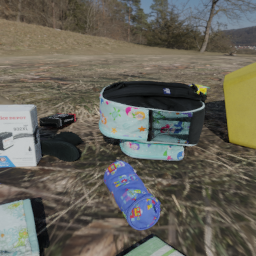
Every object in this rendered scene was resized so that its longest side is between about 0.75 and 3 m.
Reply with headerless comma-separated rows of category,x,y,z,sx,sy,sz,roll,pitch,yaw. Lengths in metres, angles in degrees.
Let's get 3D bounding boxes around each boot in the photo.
boot,-1.767,0.487,8.165,1.443,0.534,1.183,9,16,24

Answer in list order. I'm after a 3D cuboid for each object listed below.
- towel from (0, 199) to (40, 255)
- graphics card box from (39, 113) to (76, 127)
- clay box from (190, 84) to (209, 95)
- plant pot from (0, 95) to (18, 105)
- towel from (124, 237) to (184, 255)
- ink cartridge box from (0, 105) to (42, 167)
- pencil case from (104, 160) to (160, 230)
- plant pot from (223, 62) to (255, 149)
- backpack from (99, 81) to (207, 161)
towel,-2.210,1.779,4.403,1.466,0.412,1.713,-7,19,-21
graphics card box,-2.592,-0.301,10.447,0.827,0.335,1.318,2,10,15
clay box,3.444,-2.093,15.804,2.104,0.501,1.209,-5,19,-15
plant pot,-4.712,-0.596,10.418,1.194,1.376,1.376,16,17,-7
towel,0.532,2.169,3.597,1.338,0.205,1.754,-15,23,-38
ink cartridge box,-2.951,0.207,7.329,1.104,1.522,0.637,-1,19,-3
pencil case,0.051,1.254,5.549,0.727,0.653,1.674,-25,26,-11
plant pot,4.412,-0.783,8.840,2.501,2.836,2.835,-6,15,23
backpack,0.538,-0.355,8.015,2.766,2.082,2.455,8,23,-3
